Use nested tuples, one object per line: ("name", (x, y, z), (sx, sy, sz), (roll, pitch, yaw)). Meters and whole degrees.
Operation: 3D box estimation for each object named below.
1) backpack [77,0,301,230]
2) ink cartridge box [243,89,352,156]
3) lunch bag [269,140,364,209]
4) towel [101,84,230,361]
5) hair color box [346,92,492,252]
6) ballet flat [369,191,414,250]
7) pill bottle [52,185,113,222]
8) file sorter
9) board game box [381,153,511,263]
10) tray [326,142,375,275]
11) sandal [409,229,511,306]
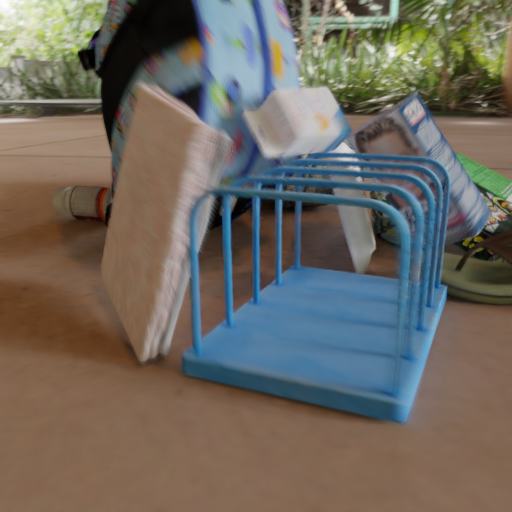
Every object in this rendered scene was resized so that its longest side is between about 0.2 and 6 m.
("backpack", (-0.803, -2.598, 8.523), (2.964, 4.022, 4.406), (-7, -10, -25))
("ink cartridge box", (0.497, -1.563, 6.505), (1.156, 0.665, 0.392), (-15, -18, -40))
("lunch bag", (0.794, -2.077, 12.188), (2.270, 1.886, 2.707), (7, 15, -27))
("towel", (-1.087, -0.452, 5.871), (0.378, 2.348, 2.242), (8, 20, -30))
("hair color box", (2.011, -0.984, 6.942), (0.542, 1.791, 0.896), (-42, 11, -36))
("ballet flat", (2.454, -0.850, 9.884), (0.962, 0.962, 2.592), (0, 16, 0))
("pill bottle", (-3.237, -1.020, 10.808), (1.230, 0.674, 0.674), (6, 18, 17))
("file sorter", (0.799, -0.007, 5.709), (2.002, 1.770, 2.885), (7, 19, 23))
("board game box", (3.779, -0.912, 9.540), (2.125, 0.476, 4.056), (33, 30, 21))
("tray", (1.516, -0.920, 8.731), (0.353, 1.710, 3.185), (-13, 15, 13))
("sandal", (3.453, 0.071, 6.895), (3.006, 0.858, 1.194), (3, 16, 22))
